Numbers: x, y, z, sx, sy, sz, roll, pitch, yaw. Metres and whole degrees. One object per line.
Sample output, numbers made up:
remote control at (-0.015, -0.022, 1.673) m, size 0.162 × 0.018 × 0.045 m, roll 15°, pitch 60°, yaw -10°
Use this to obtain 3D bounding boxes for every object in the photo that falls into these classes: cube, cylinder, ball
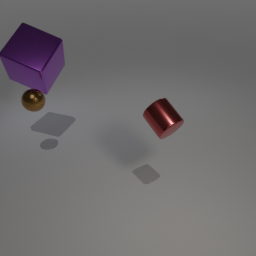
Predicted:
cube at (-3.005, -2.200, 9.045) m, size 1.400 × 1.400 × 1.400 m, roll 23°, pitch 67°, yaw 1°
cylinder at (0.816, -0.219, 6.504) m, size 0.700 × 0.700 × 0.700 m, roll -23°, pitch 68°, yaw -33°
ball at (-2.866, -0.840, 8.496) m, size 0.700 × 0.700 × 0.700 m, roll 0°, pitch 30°, yaw 0°
